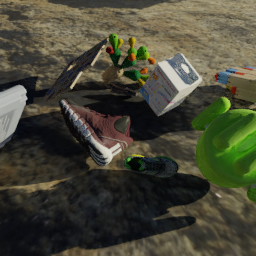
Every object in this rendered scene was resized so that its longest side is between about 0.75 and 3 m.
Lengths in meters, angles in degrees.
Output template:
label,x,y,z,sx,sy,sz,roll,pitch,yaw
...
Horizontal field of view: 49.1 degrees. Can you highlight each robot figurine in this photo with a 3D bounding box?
label,x,y,z,sx,sy,sz,roll,pitch,yaw
robot figurine,2.312,0.529,6.155,1.524,2.634,2.311,-36,74,-4

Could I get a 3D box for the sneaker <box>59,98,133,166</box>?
label,x,y,z,sx,sy,sz,roll,pitch,yaw
sneaker,-0.821,-0.153,8.090,1.526,0.999,2.641,-29,56,-22

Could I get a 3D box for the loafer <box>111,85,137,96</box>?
label,x,y,z,sx,sy,sz,roll,pitch,yaw
loafer,-0.133,-1.354,10.056,0.966,0.304,0.347,10,1,9

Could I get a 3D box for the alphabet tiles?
label,x,y,z,sx,sy,sz,roll,pitch,yaw
alphabet tiles,-1.852,-1.954,9.680,2.274,0.103,2.720,-20,35,37

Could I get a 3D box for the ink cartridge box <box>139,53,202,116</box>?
label,x,y,z,sx,sy,sz,roll,pitch,yaw
ink cartridge box,1.350,-1.400,8.843,1.092,1.744,1.121,-28,76,-30

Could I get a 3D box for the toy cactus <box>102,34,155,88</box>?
label,x,y,z,sx,sy,sz,roll,pitch,yaw
toy cactus,-0.078,-2.217,10.277,2.048,2.482,1.269,-28,48,30

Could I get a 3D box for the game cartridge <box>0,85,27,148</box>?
label,x,y,z,sx,sy,sz,roll,pitch,yaw
game cartridge,-3.474,0.044,6.841,0.508,2.511,1.674,45,46,1

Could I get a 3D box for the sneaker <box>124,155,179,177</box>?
label,x,y,z,sx,sy,sz,roll,pitch,yaw
sneaker,0.558,0.983,7.027,1.399,0.546,0.596,2,0,12

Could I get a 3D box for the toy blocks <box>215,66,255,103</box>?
label,x,y,z,sx,sy,sz,roll,pitch,yaw
toy blocks,4.220,-1.595,9.747,1.889,1.381,2.764,22,30,32
